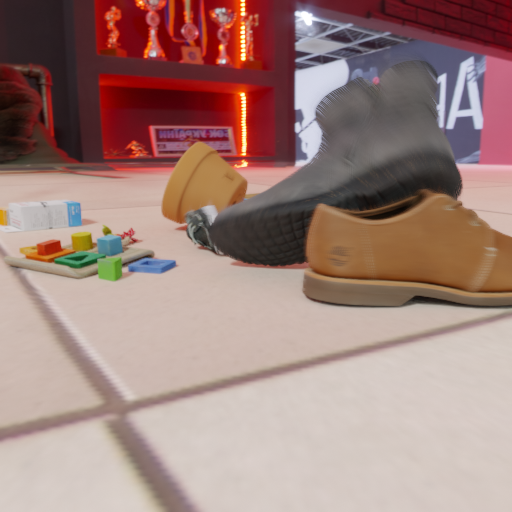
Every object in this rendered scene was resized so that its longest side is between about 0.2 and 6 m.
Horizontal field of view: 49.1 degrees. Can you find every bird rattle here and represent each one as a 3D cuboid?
[{"bbox_3d":[-2.435,-0.285,9.913,0.674,0.380,0.549,11,21,-14],"label":"bird rattle"}]

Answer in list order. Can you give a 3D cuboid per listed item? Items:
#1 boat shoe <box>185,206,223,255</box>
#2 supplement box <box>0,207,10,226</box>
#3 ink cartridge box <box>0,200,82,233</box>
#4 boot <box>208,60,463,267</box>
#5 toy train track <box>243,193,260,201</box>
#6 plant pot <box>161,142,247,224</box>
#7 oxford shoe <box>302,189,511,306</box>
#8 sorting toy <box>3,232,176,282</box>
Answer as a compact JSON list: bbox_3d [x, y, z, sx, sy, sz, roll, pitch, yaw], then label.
[{"bbox_3d":[-0.863,-0.393,9.432,0.614,0.624,1.732,-14,19,-9],"label":"boat shoe"},{"bbox_3d":[-5.256,-0.919,12.531,0.633,0.369,1.005,12,16,43],"label":"supplement box"},{"bbox_3d":[-4.631,-0.863,11.893,1.571,0.524,0.910,-9,15,-38],"label":"ink cartridge box"},{"bbox_3d":[0.998,-1.272,7.914,3.475,1.213,2.288,-15,52,17],"label":"boot"},{"bbox_3d":[0.418,-1.243,13.806,3.923,0.638,2.250,-4,18,7],"label":"toy train track"},{"bbox_3d":[-0.955,-1.254,11.237,1.187,1.696,1.696,28,18,9],"label":"plant pot"},{"bbox_3d":[2.370,-0.126,6.556,3.599,1.283,1.284,1,8,-8],"label":"oxford shoe"},{"bbox_3d":[-2.630,-0.080,8.392,2.963,0.404,1.669,7,14,31],"label":"sorting toy"}]
